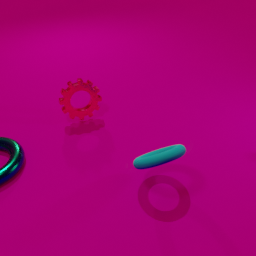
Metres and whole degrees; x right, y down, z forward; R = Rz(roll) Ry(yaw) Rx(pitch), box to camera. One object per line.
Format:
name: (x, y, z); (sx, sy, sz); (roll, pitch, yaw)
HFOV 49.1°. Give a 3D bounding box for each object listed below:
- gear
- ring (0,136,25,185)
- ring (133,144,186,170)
gear: (-1.259, -0.752, 7.429); (1.100, 1.100, 0.203); (-13, 31, -16)
ring: (-3.158, 0.757, 6.306); (1.594, 0.319, 1.594); (0, 38, 0)
ring: (0.621, 0.572, 5.569); (1.082, 0.216, 1.082); (-18, -1, 0)
